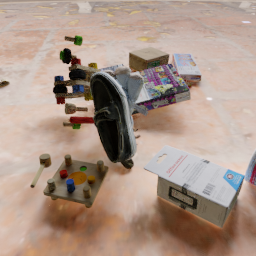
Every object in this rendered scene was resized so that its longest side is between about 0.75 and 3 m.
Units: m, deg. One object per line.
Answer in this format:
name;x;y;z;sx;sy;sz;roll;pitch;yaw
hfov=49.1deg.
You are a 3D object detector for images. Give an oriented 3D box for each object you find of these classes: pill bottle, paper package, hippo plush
pill bottle;3.736;1.136;6.388;1.820;1.007;1.007;24;41;31
paper package;0.956;-3.141;12.999;1.452;0.751;1.384;-22;40;-31
hippo plush;-0.064;-1.077;8.505;1.778;1.416;1.429;41;12;-4

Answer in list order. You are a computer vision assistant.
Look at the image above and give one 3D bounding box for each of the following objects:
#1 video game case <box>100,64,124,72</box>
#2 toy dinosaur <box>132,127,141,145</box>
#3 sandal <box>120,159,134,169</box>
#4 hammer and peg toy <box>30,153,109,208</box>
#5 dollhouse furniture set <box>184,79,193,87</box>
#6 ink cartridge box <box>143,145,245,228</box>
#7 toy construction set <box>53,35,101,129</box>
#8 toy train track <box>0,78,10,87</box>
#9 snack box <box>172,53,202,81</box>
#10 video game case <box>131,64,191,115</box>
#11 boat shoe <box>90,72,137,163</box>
video game case;-1.092;-2.259;11.758;1.962;0.186;1.401;-13;27;0
toy dinosaur;-0.145;0.089;7.429;0.802;0.508;1.184;32;25;-34
sandal;-0.141;0.775;7.641;0.388;0.259;0.950;-24;55;-21
hammer and peg toy;-1.442;1.216;6.648;1.704;0.601;1.253;8;36;12
dollhouse furniture set;2.122;-1.815;11.470;0.901;0.366;0.485;6;30;-23
ink cartridge box;1.465;1.251;6.499;2.008;0.681;1.165;22;40;29
toy construction set;-1.156;-1.181;9.246;2.092;2.271;2.723;2;56;-30
toy train track;-5.992;-1.634;11.077;2.465;0.401;1.414;-22;40;-30
snack box;2.677;-2.882;12.983;0.971;0.328;2.701;1;34;2
video game case;0.870;-1.515;10.443;2.278;0.450;2.513;-15;34;1
boat shoe;-0.413;-0.261;6.572;0.809;2.245;0.796;-22;0;30
